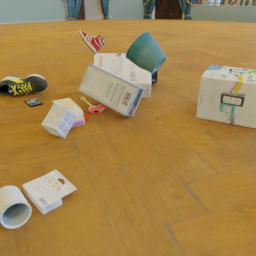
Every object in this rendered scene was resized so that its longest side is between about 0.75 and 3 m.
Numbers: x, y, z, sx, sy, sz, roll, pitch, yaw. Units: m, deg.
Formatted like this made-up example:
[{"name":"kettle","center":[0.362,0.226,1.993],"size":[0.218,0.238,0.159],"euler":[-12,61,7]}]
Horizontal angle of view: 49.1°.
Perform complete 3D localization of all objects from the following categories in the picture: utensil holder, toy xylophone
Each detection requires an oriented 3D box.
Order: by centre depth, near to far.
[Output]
[{"name":"utensil holder","center":[-2.950,1.973,7.108],"size":[0.746,0.746,0.878],"euler":[-18,30,-30]},{"name":"toy xylophone","center":[-2.530,-0.805,12.599],"size":[1.717,0.589,2.345],"euler":[-10,29,-19]}]

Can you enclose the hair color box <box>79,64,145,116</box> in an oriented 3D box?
[{"name":"hair color box","center":[-0.772,-1.743,12.782],"size":[2.820,1.396,0.855],"euler":[29,12,25]}]

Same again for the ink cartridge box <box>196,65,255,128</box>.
[{"name":"ink cartridge box","center":[4.655,-1.440,12.291],"size":[2.694,1.968,1.977],"euler":[13,31,23]}]

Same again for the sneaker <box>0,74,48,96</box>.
[{"name":"sneaker","center":[-5.649,-2.108,14.863],"size":[2.836,1.056,1.200],"euler":[-2,32,15]}]

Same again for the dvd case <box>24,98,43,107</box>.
[{"name":"dvd case","center":[-4.746,-1.279,14.076],"size":[0.644,0.079,0.903],"euler":[-21,34,-33]}]

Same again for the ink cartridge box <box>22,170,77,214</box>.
[{"name":"ink cartridge box","center":[-2.217,1.773,7.967],"size":[1.094,0.278,1.242],"euler":[-23,36,-36]}]

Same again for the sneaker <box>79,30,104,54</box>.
[{"name":"sneaker","center":[-1.528,-3.849,12.012],"size":[0.715,0.453,1.271],"euler":[-38,78,0]}]

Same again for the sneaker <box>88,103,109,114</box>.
[{"name":"sneaker","center":[-1.327,-0.851,13.066],"size":[1.016,0.375,0.441],"euler":[-14,48,-22]}]

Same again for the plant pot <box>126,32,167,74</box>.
[{"name":"plant pot","center":[0.702,-2.526,9.779],"size":[1.093,1.163,1.163],"euler":[45,40,7]}]

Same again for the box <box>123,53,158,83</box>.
[{"name":"box","center":[0.704,-3.496,16.339],"size":[1.925,1.753,1.002],"euler":[-3,13,-6]}]

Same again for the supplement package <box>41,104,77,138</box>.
[{"name":"supplement package","center":[-2.678,-0.283,10.956],"size":[0.761,0.755,1.003],"euler":[15,67,27]}]

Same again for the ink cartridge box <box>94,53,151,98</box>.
[{"name":"ink cartridge box","center":[-0.288,-2.773,14.750],"size":[2.952,1.222,2.162],"euler":[1,60,1]}]
